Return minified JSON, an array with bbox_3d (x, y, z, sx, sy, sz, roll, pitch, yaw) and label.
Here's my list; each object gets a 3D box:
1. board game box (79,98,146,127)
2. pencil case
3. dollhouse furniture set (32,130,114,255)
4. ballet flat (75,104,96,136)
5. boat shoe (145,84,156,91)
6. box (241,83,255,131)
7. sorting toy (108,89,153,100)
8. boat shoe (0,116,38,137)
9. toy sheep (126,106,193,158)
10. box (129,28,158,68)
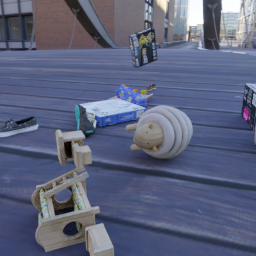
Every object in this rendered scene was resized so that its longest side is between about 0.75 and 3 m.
[{"bbox_3d":[-0.751,-0.744,12.356,2.231,0.484,2.220,-12,23,-30],"label":"board game box"},{"bbox_3d":[0.143,-1.407,13.448,0.711,0.792,1.823,9,22,-47],"label":"pencil case"},{"bbox_3d":[-1.141,1.229,5.026,1.156,1.840,2.080,-8,21,-19],"label":"dollhouse furniture set"},{"bbox_3d":[-1.640,-0.274,10.878,0.751,0.746,2.195,1,29,-14],"label":"ballet flat"},{"bbox_3d":[1.381,-2.541,17.422,0.378,0.378,1.022,15,25,35],"label":"boat shoe"},{"bbox_3d":[5.574,-0.908,11.359,1.286,1.481,2.242,3,20,8],"label":"box"},{"bbox_3d":[0.311,-1.645,15.128,1.949,0.350,2.616,6,21,28],"label":"sorting toy"},{"bbox_3d":[-4.256,-0.097,10.463,1.755,0.582,0.614,-12,23,-29],"label":"boat shoe"},{"bbox_3d":[1.072,0.114,8.489,1.757,1.757,2.549,15,22,35],"label":"toy sheep"},{"bbox_3d":[0.552,-2.838,9.946,0.951,1.180,0.290,-24,40,-18],"label":"box"}]
